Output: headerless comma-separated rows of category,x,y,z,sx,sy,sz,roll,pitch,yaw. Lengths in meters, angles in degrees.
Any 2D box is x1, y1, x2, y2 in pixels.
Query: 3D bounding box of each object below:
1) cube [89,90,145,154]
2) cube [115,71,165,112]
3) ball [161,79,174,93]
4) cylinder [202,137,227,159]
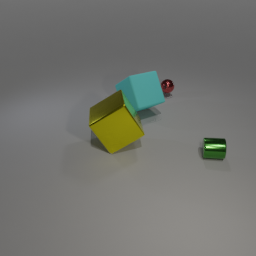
cube,-0.422,-0.237,9.907,1.400,1.400,1.400,-30,28,10
cube,0.506,-1.506,12.151,1.400,1.400,1.400,-17,0,-29
ball,1.971,-2.092,14.024,0.700,0.700,0.700,0,29,0
cylinder,2.899,0.682,9.445,0.700,0.700,0.700,2,29,9
